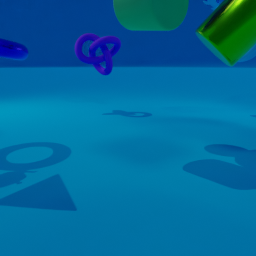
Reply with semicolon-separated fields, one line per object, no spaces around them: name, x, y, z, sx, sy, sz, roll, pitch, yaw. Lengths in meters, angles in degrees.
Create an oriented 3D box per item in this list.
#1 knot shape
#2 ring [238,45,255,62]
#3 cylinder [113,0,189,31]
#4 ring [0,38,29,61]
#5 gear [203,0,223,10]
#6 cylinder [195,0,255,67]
knot shape;-1.247;-2.998;10.953;1.668;1.782;0.824;20;39;-11
ring;4.008;-3.260;9.887;0.362;1.808;1.808;-11;17;-34
cylinder;0.422;-2.351;5.204;1.020;1.020;1.020;-12;22;-40
ring;-3.192;-1.821;6.206;1.880;0.376;1.880;9;10;-2
gear;2.936;-3.589;7.793;1.686;0.312;1.686;19;6;-2
cylinder;2.196;-2.071;5.866;1.117;1.117;1.117;40;17;-15
